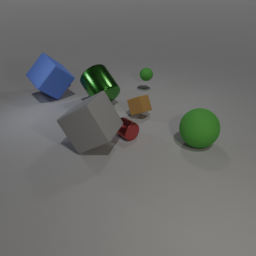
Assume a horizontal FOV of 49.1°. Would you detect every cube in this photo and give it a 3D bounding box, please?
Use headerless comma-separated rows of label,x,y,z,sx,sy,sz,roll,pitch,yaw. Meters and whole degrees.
cube,-3.750,-2.498,13.579,1.400,1.400,1.400,45,9,33
cube,-1.256,-0.202,9.608,1.400,1.400,1.400,-22,17,28
cube,0.500,-0.988,12.055,0.700,0.700,0.700,-13,3,36

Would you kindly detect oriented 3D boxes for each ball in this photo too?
ball,2.510,0.002,9.835,1.400,1.400,1.400,0,28,0
ball,0.963,-2.818,14.717,0.700,0.700,0.700,0,28,0

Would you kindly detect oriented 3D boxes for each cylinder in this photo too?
cylinder,-0.052,0.030,10.534,0.700,0.700,0.700,-22,36,-35
cylinder,-1.288,-1.965,12.950,1.400,1.400,1.400,-21,68,-34
